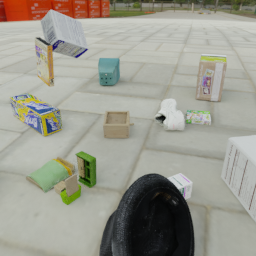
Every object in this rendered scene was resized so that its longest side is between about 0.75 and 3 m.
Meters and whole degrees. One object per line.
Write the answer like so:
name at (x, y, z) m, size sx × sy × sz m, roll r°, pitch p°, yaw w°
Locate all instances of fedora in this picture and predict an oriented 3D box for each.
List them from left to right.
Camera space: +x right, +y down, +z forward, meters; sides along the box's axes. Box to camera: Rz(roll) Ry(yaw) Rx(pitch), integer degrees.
fedora at (0.292, 2.229, 5.732) m, size 1.204 × 2.637 × 2.637 m, roll -23°, pitch 11°, yaw 37°

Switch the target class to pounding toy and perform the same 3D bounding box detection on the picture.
pounding toy at (-0.339, -0.138, 11.217) m, size 1.150 × 0.888 × 1.250 m, roll 0°, pitch 38°, yaw 3°

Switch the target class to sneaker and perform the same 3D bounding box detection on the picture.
sneaker at (1.611, -0.623, 11.980) m, size 1.113 × 0.873 × 2.240 m, roll -7°, pitch 27°, yaw -6°

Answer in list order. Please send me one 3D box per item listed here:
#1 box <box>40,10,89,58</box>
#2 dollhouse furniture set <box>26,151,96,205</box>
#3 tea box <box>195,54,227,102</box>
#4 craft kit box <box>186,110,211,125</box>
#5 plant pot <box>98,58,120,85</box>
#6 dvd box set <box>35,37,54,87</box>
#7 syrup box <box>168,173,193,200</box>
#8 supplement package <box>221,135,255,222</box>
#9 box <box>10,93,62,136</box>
box at (-2.069, -3.032, 9.175) m, size 0.657 × 1.152 × 1.253 m, roll -28°, pitch -19°, yaw 36°
dollhouse furniture set at (-2.039, 1.213, 8.290) m, size 1.930 × 0.968 × 1.264 m, roll 20°, pitch 34°, yaw 33°
tea box at (4.310, -2.660, 14.587) m, size 1.332 × 1.994 × 1.962 m, roll 8°, pitch 29°, yaw 15°
craft kit box at (3.098, -0.475, 12.342) m, size 1.021 × 0.251 × 1.034 m, roll 7°, pitch 29°, yaw 8°
plant pot at (-1.197, -3.281, 16.691) m, size 1.254 × 1.254 × 1.775 m, roll 2°, pitch 32°, yaw 4°
dvd box set at (-2.540, -2.009, 8.528) m, size 0.187 × 1.270 × 0.929 m, roll -18°, pitch 38°, yaw -33°
syrup box at (1.089, 1.772, 7.692) m, size 1.343 × 0.529 × 0.547 m, roll -14°, pitch 31°, yaw -26°
supplement package at (3.793, 1.417, 7.305) m, size 1.495 × 1.500 × 2.557 m, roll -5°, pitch 29°, yaw -9°
box at (-3.919, -0.638, 11.828) m, size 2.760 × 0.967 × 0.887 m, roll 24°, pitch 36°, yaw 39°
